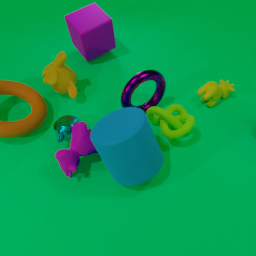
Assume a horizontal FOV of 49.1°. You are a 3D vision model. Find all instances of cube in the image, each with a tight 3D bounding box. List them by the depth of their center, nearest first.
[{"bbox_3d":[-1.262,-3.275,9.596,1.195,1.195,1.195,-30,60,-14],"label":"cube"}]

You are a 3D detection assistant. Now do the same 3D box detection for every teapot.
[{"bbox_3d":[-1.574,0.002,7.477,0.723,0.569,1.163,9,36,18],"label":"teapot"}]

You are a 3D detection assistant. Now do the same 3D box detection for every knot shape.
[{"bbox_3d":[1.094,-0.232,7.428,1.271,0.628,1.358,17,23,9],"label":"knot shape"}]

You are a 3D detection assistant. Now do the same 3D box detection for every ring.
[{"bbox_3d":[-3.295,-0.569,7.665,2.093,0.419,2.093,14,43,-13],"label":"ring"},{"bbox_3d":[0.438,-0.956,7.741,1.439,1.439,0.288,-24,49,-20],"label":"ring"}]

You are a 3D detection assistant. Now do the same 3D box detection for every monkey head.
[{"bbox_3d":[-1.935,-1.648,8.458,0.982,1.172,1.629,20,30,-39],"label":"monkey head"}]

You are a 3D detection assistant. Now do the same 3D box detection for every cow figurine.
[{"bbox_3d":[-1.069,0.515,6.783,1.339,0.735,1.317,3,85,-29],"label":"cow figurine"},{"bbox_3d":[2.638,-1.127,8.309,1.043,1.060,0.582,-44,56,5],"label":"cow figurine"}]

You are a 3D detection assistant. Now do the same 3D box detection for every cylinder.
[{"bbox_3d":[0.000,0.413,6.364,1.305,1.305,1.305,-18,32,12],"label":"cylinder"}]
